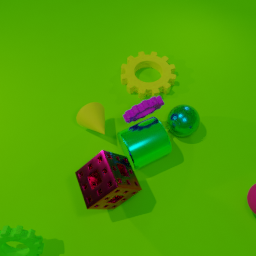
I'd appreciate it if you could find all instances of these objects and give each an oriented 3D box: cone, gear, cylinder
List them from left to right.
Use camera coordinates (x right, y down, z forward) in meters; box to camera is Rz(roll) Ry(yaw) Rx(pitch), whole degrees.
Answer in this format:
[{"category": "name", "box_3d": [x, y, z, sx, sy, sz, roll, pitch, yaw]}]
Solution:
[{"category": "gear", "box_3d": [-2.605, 2.743, 6.562, 1.207, 1.207, 0.223, -1, 35, -1]}, {"category": "cone", "box_3d": [-0.903, -0.111, 8.294, 0.941, 0.941, 0.945, -27, 51, -15]}, {"category": "gear", "box_3d": [0.445, -0.516, 7.935, 1.201, 1.201, 0.222, -24, 81, -13]}, {"category": "cylinder", "box_3d": [0.452, 0.426, 7.908, 1.167, 1.167, 1.167, -25, 63, -10]}, {"category": "gear", "box_3d": [0.699, -1.860, 9.758, 1.890, 0.350, 1.890, 0, 60, 0]}]

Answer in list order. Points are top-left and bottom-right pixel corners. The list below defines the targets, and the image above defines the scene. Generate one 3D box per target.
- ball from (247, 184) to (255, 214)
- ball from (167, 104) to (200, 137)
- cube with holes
[{"category": "ball", "box_3d": [3.404, 1.760, 6.866, 0.898, 0.898, 0.898, 0, 60, 0]}, {"category": "ball", "box_3d": [1.667, -0.221, 8.427, 0.976, 0.976, 0.976, 0, 60, 0]}, {"category": "cube with holes", "box_3d": [-0.495, 1.337, 7.051, 1.025, 1.025, 1.025, -39, 57, 21]}]
